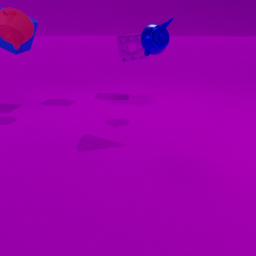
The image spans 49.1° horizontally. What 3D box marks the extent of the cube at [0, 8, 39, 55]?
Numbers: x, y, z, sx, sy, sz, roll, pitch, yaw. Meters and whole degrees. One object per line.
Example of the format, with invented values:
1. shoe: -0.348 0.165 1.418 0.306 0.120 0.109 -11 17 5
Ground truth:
1. cube: -3.335 -2.823 8.134 0.946 0.946 0.946 25 24 -4

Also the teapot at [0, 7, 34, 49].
1. teapot: -2.746 -2.407 6.696 0.883 0.695 1.420 14 -25 -6

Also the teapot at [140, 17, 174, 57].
1. teapot: 0.711 -2.185 6.748 0.735 1.183 0.579 38 -14 -24

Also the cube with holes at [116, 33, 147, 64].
1. cube with holes: 0.151 -2.898 10.142 0.931 0.931 0.931 -7 19 5
